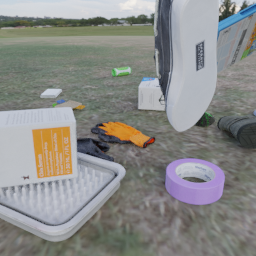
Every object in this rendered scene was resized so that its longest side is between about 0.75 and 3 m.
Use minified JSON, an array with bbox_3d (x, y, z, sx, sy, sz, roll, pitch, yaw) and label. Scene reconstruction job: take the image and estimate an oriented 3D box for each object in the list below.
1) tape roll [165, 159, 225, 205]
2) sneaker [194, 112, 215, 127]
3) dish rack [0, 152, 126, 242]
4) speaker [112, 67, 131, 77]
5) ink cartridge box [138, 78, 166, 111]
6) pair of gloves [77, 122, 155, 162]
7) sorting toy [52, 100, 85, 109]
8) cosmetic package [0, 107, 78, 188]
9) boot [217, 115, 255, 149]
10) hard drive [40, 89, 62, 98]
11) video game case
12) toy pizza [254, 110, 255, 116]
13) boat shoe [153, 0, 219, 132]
[{"bbox_3d":[1.519,1.190,6.430,1.295,0.425,1.295,0,23,0],"label":"tape roll"},{"bbox_3d":[2.485,-0.481,10.205,0.644,0.590,1.512,-20,30,-40],"label":"sneaker"},{"bbox_3d":[-1.728,1.264,5.998,2.864,0.624,2.458,12,25,26],"label":"dish rack"},{"bbox_3d":[-0.399,-3.546,17.617,1.216,0.538,0.538,-14,27,-31],"label":"speaker"},{"bbox_3d":[1.740,-1.443,11.936,2.412,1.017,1.761,4,23,9],"label":"ink cartridge box"},{"bbox_3d":[-0.748,0.379,8.510,2.326,0.323,2.611,19,30,37],"label":"pair of gloves"},{"bbox_3d":[-2.477,-0.875,11.658,1.544,0.210,0.869,15,31,33],"label":"sorting toy"},{"bbox_3d":[-2.362,0.397,5.619,2.594,1.316,0.924,-6,24,-15],"label":"cosmetic package"},{"bbox_3d":[4.474,-0.063,8.868,2.845,0.963,1.859,1,17,-2],"label":"boot"},{"bbox_3d":[-3.740,-1.696,13.678,0.741,0.148,1.124,1,22,2],"label":"hard drive"},{"bbox_3d":[3.499,-2.718,8.057,2.934,2.100,0.261,-29,64,-10],"label":"video game case"},{"bbox_3d":[5.456,-0.429,10.564,1.353,0.214,1.353,0,24,0],"label":"toy pizza"},{"bbox_3d":[0.929,-1.199,5.124,1.034,2.881,0.977,-29,47,-16],"label":"boat shoe"}]
